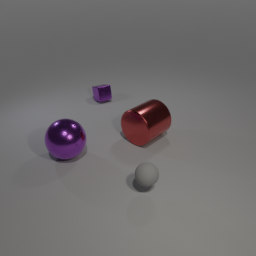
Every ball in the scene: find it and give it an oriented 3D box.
[{"bbox_3d":[0.540,1.324,8.014,0.700,0.700,0.700,0,30,0],"label":"ball"},{"bbox_3d":[-2.121,0.376,9.551,1.400,1.400,1.400,0,30,0],"label":"ball"}]

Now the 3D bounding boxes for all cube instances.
[{"bbox_3d":[-1.275,-1.738,13.788,0.700,0.700,0.700,-17,20,-27],"label":"cube"}]

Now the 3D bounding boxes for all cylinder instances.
[{"bbox_3d":[0.687,-0.228,10.595,1.400,1.400,1.400,25,38,36],"label":"cylinder"}]
